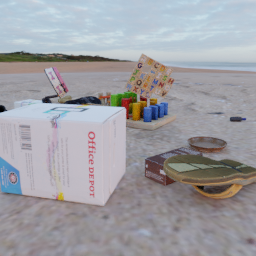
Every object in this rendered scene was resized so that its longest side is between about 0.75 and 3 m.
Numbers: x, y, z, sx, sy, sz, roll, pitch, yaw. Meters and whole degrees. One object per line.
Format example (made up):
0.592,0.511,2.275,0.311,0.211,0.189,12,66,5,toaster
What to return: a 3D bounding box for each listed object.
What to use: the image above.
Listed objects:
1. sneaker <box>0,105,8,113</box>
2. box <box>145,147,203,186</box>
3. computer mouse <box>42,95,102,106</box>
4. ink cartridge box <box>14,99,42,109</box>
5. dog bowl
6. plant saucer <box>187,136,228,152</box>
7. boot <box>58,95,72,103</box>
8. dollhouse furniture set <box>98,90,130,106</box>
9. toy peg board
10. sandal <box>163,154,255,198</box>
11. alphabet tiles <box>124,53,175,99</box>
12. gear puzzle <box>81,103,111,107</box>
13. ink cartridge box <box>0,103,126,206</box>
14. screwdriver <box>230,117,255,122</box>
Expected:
-4.175,-0.329,9.645,0.865,0.999,2.413,-3,15,-13,sneaker
1.038,0.819,6.237,1.265,0.474,0.634,-9,17,-38,box
-2.607,-1.037,12.827,2.567,0.591,1.803,-20,44,-37,computer mouse
-4.503,-0.966,13.069,1.299,0.568,0.944,7,17,32,ink cartridge box
-2.901,-1.907,11.508,0.489,1.326,1.326,-29,19,-6,dog bowl
2.273,0.484,8.076,1.120,0.205,1.120,0,14,0,plant saucer
-3.383,-1.565,15.953,0.933,0.352,1.066,-27,26,-34,boot
-0.638,-1.725,15.338,1.766,0.920,1.786,-7,16,-26,dollhouse furniture set
0.487,-0.831,11.385,2.304,1.132,2.314,8,17,30,toy peg board
1.713,0.989,5.392,2.453,0.662,0.985,8,13,-37,sandal
0.772,-1.533,9.006,1.454,1.215,0.055,21,18,-23,alphabet tiles
-1.265,-0.862,11.913,1.686,0.221,0.873,10,-1,21,gear puzzle
-1.226,0.400,5.630,2.116,1.552,1.545,4,15,14,ink cartridge box
4.928,-0.366,11.364,1.546,0.216,0.225,-1,-14,9,screwdriver
